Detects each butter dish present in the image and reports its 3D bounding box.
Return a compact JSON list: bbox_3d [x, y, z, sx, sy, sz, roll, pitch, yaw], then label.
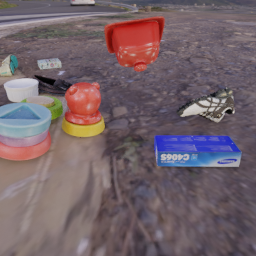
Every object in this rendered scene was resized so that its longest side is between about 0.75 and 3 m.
[{"bbox_3d":[0.156,-1.326,4.787,1.002,0.743,1.005,-10,-12,-2],"label":"butter dish"}]

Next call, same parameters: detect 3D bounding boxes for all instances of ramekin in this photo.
[{"bbox_3d":[-3.522,-1.254,9.362,1.075,0.524,1.075,0,27,0],"label":"ramekin"}]

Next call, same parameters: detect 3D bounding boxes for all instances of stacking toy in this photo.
[{"bbox_3d":[-2.235,-0.554,6.899,2.584,1.206,2.855,26,33,32],"label":"stacking toy"}]

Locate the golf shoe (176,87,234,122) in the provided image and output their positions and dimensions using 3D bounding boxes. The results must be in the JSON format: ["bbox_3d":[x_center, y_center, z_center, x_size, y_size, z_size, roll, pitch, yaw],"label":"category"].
[{"bbox_3d":[2.160,-0.492,7.522,1.745,0.824,0.678,-19,0,-14],"label":"golf shoe"}]

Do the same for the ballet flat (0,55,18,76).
[{"bbox_3d":[-5.275,-2.758,12.262,0.614,0.665,1.971,-14,28,-7],"label":"ballet flat"}]

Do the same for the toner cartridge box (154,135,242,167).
[{"bbox_3d":[1.439,0.483,6.039,1.693,0.366,0.804,0,24,1],"label":"toner cartridge box"}]

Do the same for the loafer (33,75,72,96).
[{"bbox_3d":[-2.575,-1.503,9.802,1.805,0.568,0.649,8,28,16],"label":"loafer"}]

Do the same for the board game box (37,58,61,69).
[{"bbox_3d":[-3.675,-3.005,13.092,0.968,0.311,0.714,-12,30,-20],"label":"board game box"}]
